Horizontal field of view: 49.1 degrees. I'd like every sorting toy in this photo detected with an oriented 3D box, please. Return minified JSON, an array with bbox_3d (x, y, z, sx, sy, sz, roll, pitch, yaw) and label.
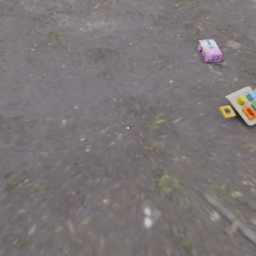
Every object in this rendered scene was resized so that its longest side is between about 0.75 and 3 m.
[{"bbox_3d":[3.848,-0.755,8.824,2.179,0.297,1.227,-24,67,-27],"label":"sorting toy"}]

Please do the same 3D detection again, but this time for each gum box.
[{"bbox_3d":[3.172,-2.991,10.908,0.608,0.354,1.072,-6,50,-6],"label":"gum box"}]
